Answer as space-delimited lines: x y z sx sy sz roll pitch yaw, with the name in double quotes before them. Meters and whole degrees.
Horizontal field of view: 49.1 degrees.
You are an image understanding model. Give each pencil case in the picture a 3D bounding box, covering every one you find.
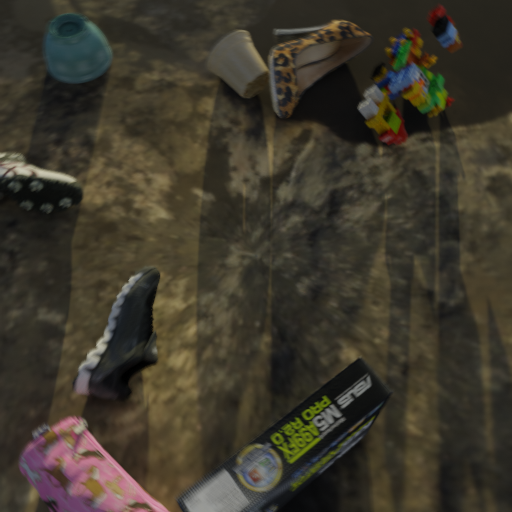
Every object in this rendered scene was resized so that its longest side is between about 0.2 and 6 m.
"pencil case" -1.879 2.908 6.729 2.107 0.912 0.872 39 35 18

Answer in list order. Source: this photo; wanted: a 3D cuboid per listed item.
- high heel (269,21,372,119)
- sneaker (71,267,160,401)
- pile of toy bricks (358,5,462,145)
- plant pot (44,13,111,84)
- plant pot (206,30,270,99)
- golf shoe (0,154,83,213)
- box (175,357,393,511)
"high heel" 1.183 -3.352 9.982 1.829 0.916 2.566 0 53 7
"sneaker" -1.669 1.118 7.778 0.903 0.663 1.995 21 69 11
"pile of toy bricks" 2.944 -3.041 9.823 1.324 1.488 2.682 43 51 -21
"plant pot" -3.382 -3.940 10.398 1.213 0.813 1.213 0 62 -1
"plant pot" -0.253 -3.374 10.112 0.965 0.965 0.884 -34 79 -17
"golf shoe" -3.796 -1.263 9.000 2.118 0.818 0.933 4 55 2
"box" 0.354 2.348 6.395 2.426 1.943 0.537 -33 63 -17
